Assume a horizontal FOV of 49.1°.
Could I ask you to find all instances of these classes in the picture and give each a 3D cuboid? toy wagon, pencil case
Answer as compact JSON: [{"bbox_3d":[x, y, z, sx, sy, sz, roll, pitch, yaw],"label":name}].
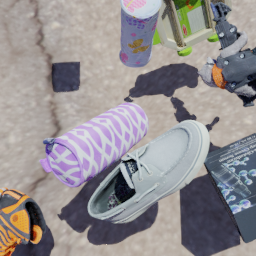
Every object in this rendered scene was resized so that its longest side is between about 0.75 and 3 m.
[{"bbox_3d":[1.315,-2.758,6.941,2.538,1.969,0.502,-25,42,4],"label":"toy wagon"},{"bbox_3d":[-0.543,0.257,5.590,2.395,1.024,1.005,-30,101,-47],"label":"pencil case"},{"bbox_3d":[0.184,-1.857,5.325,0.702,1.689,0.766,0,72,-2],"label":"pencil case"}]

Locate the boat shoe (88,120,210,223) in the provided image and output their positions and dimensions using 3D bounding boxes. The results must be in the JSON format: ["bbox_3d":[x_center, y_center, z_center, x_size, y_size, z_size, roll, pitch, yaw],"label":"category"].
[{"bbox_3d":[0.269,0.908,5.235,2.846,1.014,0.993,-48,50,25],"label":"boat shoe"}]

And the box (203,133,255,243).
[{"bbox_3d":[2.671,1.212,6.101,1.422,1.916,1.026,-25,119,7],"label":"box"}]

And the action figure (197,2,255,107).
[{"bbox_3d":[2.441,-1.656,5.616,2.364,1.278,2.444,-28,92,29],"label":"action figure"}]

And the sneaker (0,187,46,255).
[{"bbox_3d":[-2.571,2.512,6.074,1.247,0.864,2.227,14,92,17],"label":"sneaker"}]
